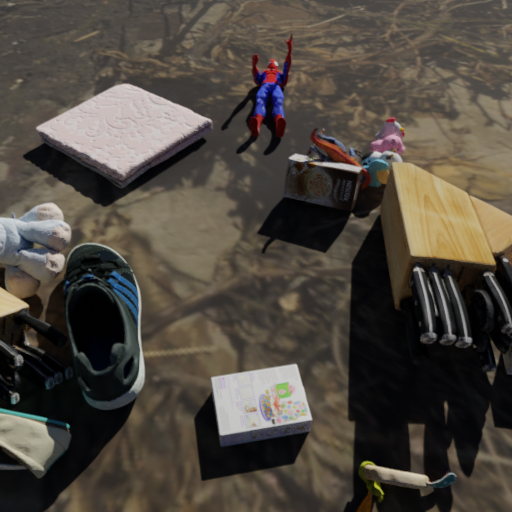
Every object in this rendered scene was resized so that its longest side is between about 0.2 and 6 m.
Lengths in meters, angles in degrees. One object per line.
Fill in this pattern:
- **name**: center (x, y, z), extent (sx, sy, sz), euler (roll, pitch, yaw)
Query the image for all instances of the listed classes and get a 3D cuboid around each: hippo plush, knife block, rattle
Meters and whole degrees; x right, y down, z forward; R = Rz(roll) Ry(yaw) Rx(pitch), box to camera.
- **hippo plush**: center (-4.217, -0.429, 9.282), extent (1.607, 1.622, 2.018), euler (-49, 59, 0)
- **knife block**: center (-4.046, 1.044, 8.557), extent (2.499, 0.911, 2.847), euler (8, 22, -19)
- **rattle**: center (1.889, 3.067, 7.020), extent (1.234, 0.804, 0.882), euler (19, 54, -18)
- **knife block**: center (2.703, 0.120, 9.070), extent (3.250, 1.184, 3.702), euler (-26, 48, -32)

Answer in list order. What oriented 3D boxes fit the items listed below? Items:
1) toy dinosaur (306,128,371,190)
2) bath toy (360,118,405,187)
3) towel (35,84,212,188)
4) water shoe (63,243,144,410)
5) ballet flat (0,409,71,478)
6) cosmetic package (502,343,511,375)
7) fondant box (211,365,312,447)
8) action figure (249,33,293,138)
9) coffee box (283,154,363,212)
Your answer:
- **toy dinosaur**: center (1.704, -1.870, 11.386), extent (1.395, 0.807, 1.538), euler (37, 18, 10)
- **bath toy**: center (2.811, -2.302, 12.123), extent (0.865, 0.735, 1.989), euler (15, 46, 15)
- **towel**: center (-3.004, -2.887, 12.885), extent (2.991, 0.482, 2.857), euler (30, 53, 26)
- **water shoe**: center (-2.381, 0.700, 8.713), extent (1.194, 1.318, 3.340), euler (-15, 47, -14)
- **ballet flat**: center (-3.809, 2.315, 7.524), extent (2.634, 0.915, 0.915), euler (14, 47, 12)
- **cosmetic package**: center (4.452, 1.490, 8.392), extent (1.243, 0.669, 0.527), euler (7, 45, 4)
- **fondant box**: center (0.053, 2.115, 7.981), extent (1.291, 0.376, 0.931), euler (-8, 46, -7)
- **action figure**: center (0.361, -4.328, 13.669), extent (1.001, 1.518, 3.067), euler (2, 43, 2)
- **coffee box**: center (1.318, -1.466, 11.135), extent (1.410, 0.807, 0.562), euler (14, 22, 16)
